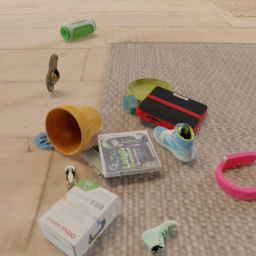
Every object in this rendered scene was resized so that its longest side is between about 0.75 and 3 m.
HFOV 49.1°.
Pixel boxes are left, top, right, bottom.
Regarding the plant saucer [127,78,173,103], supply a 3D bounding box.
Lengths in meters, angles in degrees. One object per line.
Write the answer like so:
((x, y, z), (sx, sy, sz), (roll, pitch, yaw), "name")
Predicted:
((1.062, -1.758, 13.601), (2.241, 0.348, 2.241), (1, 38, -1), "plant saucer")

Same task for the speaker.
((-3.436, -6.887, 19.551), (2.483, 1.098, 1.098), (-31, 48, -33), "speaker")

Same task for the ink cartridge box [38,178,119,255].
((-1.324, 2.470, 7.826), (1.344, 0.809, 1.850), (22, 42, 27), "ink cartridge box")

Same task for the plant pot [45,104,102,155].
((-1.894, -0.117, 10.557), (1.785, 1.785, 1.634), (21, 27, 24), "plant pot")

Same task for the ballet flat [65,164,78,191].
((-1.893, 1.537, 9.339), (0.442, 0.410, 1.255), (-9, 39, -14), "ballet flat")

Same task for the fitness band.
((4.102, 1.526, 9.341), (2.348, 0.439, 1.686), (-9, 39, -9), "fitness band")

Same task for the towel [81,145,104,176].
((-0.684, 1.057, 10.144), (1.506, 0.270, 1.564), (-22, 41, -30), "towel")

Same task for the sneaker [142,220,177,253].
((0.964, 2.943, 7.555), (1.043, 0.384, 0.615), (-22, 36, -11), "sneaker")

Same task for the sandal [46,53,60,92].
((-3.513, -2.574, 13.408), (0.516, 1.911, 0.767), (17, 21, 3), "sandal")

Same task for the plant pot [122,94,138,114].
((0.138, -1.011, 12.528), (0.545, 0.545, 0.772), (-13, 47, -16), "plant pot")

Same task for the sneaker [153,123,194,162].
((1.714, 0.188, 10.314), (0.811, 1.331, 2.038), (-25, 44, -27), "sneaker")

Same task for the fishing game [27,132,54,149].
((-3.117, 0.390, 10.950), (1.623, 0.252, 1.162), (-11, 37, -13), "fishing game")

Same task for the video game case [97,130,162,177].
((-0.022, 0.841, 10.029), (1.947, 0.250, 2.142), (-6, 36, -10), "video game case")

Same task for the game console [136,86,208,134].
((1.900, -0.773, 12.069), (2.648, 0.411, 2.342), (25, 43, 16), "game console")
